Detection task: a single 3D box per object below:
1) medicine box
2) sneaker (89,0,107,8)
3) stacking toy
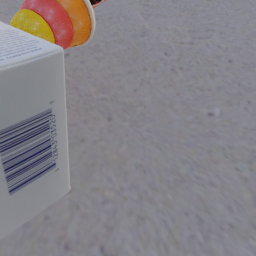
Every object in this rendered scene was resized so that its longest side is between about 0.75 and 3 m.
[{"bbox_3d":[-2.251,-0.229,4.166,2.694,2.454,1.387,28,41,29],"label":"medicine box"},{"bbox_3d":[-0.739,-4.156,8.565,2.348,1.018,0.865,-38,86,-7],"label":"sneaker"},{"bbox_3d":[-2.416,-2.572,7.435,2.081,2.081,2.848,24,53,19],"label":"stacking toy"}]
